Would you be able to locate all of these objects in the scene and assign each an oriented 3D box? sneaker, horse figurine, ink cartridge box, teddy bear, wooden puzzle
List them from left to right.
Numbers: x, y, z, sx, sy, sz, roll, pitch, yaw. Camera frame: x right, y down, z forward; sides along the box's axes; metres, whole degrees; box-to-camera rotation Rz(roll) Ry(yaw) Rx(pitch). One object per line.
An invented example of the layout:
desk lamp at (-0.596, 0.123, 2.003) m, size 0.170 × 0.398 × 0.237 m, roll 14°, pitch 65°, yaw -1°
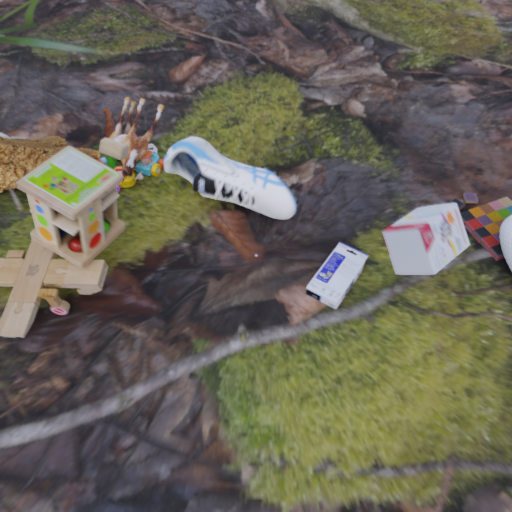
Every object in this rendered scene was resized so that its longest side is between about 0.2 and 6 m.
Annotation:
teddy bear at (-4.722, -1.817, 11.230) m, size 3.152 × 1.052 × 2.285 m, roll 7°, pitch 26°, yaw -7°
horse figurine at (-2.710, -2.522, 11.775) m, size 0.599 × 1.590 × 2.400 m, roll 17°, pitch 6°, yaw -38°
sneaker at (-0.522, -1.361, 10.749) m, size 2.857 × 1.027 × 1.035 m, roll 28°, pitch 54°, yaw 19°
ink cartridge box at (1.459, 0.336, 10.011) m, size 0.627 × 0.247 × 1.261 m, roll 27°, pitch 56°, yaw 21°
ink cartridge box at (2.525, -0.254, 8.305) m, size 1.000 × 0.727 × 0.723 m, roll -32°, pitch 16°, yaw -34°
wooden puzzle at (4.746, -0.560, 10.838) m, size 1.218 × 0.144 × 2.054 m, roll -18°, pitch 52°, yaw -15°

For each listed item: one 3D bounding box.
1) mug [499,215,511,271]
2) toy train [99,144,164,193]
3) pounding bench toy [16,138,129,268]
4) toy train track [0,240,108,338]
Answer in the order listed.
mug at (5.047, -0.182, 9.848) m, size 1.399 × 1.033 × 1.227 m, roll -11°, pitch 57°, yaw -8°
toy train at (-2.825, -2.003, 11.851) m, size 1.744 × 0.485 × 1.310 m, roll -23°, pitch 54°, yaw -18°
pounding bench toy at (-2.764, -0.944, 9.317) m, size 1.125 × 1.412 × 1.811 m, roll 28°, pitch 52°, yaw 14°
toy train track at (-4.573, 0.409, 9.756) m, size 4.191 × 0.682 × 2.404 m, roll 1°, pitch 56°, yaw 9°
